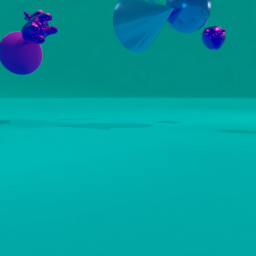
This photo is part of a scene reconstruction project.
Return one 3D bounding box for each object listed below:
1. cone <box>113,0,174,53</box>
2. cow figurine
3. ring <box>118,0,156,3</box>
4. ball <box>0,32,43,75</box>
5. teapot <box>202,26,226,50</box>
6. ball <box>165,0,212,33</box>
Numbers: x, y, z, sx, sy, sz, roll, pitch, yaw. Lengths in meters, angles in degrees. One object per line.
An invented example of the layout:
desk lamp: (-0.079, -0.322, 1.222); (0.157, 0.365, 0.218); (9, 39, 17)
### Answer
cone: (0.656, -2.907, 7.380); (1.533, 1.533, 1.538); (-5, 4, -36)
cow figurine: (-2.846, -3.077, 8.553); (1.403, 0.783, 1.426); (7, 48, 29)
ring: (0.320, -4.340, 9.884); (1.345, 1.345, 0.269); (-1, 37, -10)
ball: (-3.404, -2.359, 8.890); (1.323, 1.323, 1.323); (0, 7, 0)
teapot: (2.737, -2.881, 8.879); (0.614, 0.780, 1.254); (-37, 6, -4)
ball: (1.658, -3.295, 7.770); (1.271, 1.271, 1.271); (0, 7, 0)
